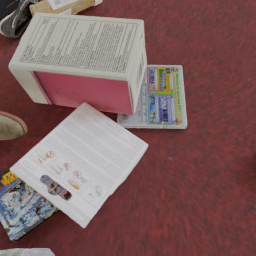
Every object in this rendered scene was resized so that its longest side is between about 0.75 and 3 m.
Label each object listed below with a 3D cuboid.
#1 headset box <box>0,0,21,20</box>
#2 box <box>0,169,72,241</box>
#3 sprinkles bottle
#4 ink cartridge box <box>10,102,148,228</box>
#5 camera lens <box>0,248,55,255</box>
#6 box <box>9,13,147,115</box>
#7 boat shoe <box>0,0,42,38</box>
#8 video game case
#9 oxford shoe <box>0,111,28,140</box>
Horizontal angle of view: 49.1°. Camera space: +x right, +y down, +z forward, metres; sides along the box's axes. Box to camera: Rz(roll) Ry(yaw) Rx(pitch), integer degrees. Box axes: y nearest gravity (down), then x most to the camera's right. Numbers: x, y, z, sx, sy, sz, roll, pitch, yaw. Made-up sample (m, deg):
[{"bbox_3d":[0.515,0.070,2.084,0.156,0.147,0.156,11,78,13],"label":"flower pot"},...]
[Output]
[{"bbox_3d":[-4.437,-4.765,9.333,2.056,0.954,1.790,34,69,16],"label":"headset box"},{"bbox_3d":[-2.063,1.358,6.596,2.144,0.427,1.468,-34,69,-15],"label":"box"},{"bbox_3d":[-1.970,-4.014,9.056,2.294,0.783,0.783,-31,68,-14],"label":"sprinkles bottle"},{"bbox_3d":[-1.003,0.750,6.413,2.005,0.624,2.492,34,56,9],"label":"ink cartridge box"},{"bbox_3d":[-2.595,3.215,4.787,2.522,2.017,2.017,-5,64,-2],"label":"camera lens"},{"bbox_3d":[-1.122,-1.653,7.278,2.946,1.605,1.883,8,64,11],"label":"box"},{"bbox_3d":[-3.238,-3.658,8.942,0.583,0.684,2.045,26,73,17],"label":"boat shoe"},{"bbox_3d":[0.654,-0.920,7.844,1.840,0.223,2.021,1,63,1],"label":"video game case"},{"bbox_3d":[-3.529,0.132,6.773,2.283,0.804,0.854,-2,36,18],"label":"oxford shoe"}]
